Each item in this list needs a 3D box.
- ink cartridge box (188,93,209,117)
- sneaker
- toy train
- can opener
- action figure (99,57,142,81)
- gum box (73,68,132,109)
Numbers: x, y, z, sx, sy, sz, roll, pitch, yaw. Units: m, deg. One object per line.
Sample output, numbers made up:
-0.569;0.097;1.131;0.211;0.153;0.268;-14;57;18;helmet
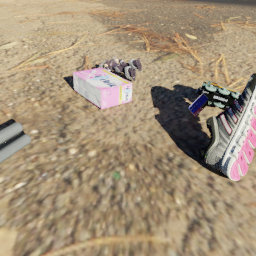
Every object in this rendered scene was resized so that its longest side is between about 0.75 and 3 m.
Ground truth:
1.951;-0.617;7.692;0.216;0.551;1.163;47;10;16;ink cartridge box
2.349;-0.171;6.245;1.122;0.946;2.565;15;76;44;sneaker
2.910;-1.021;8.685;1.521;0.648;0.867;19;32;14;toy train
-3.092;0.681;5.628;0.816;0.646;2.454;-20;16;44;can opener
-0.359;-2.352;10.896;1.797;0.624;1.170;19;54;37;action figure
-0.914;-1.397;9.339;1.142;0.665;2.012;-18;35;-32;gum box
